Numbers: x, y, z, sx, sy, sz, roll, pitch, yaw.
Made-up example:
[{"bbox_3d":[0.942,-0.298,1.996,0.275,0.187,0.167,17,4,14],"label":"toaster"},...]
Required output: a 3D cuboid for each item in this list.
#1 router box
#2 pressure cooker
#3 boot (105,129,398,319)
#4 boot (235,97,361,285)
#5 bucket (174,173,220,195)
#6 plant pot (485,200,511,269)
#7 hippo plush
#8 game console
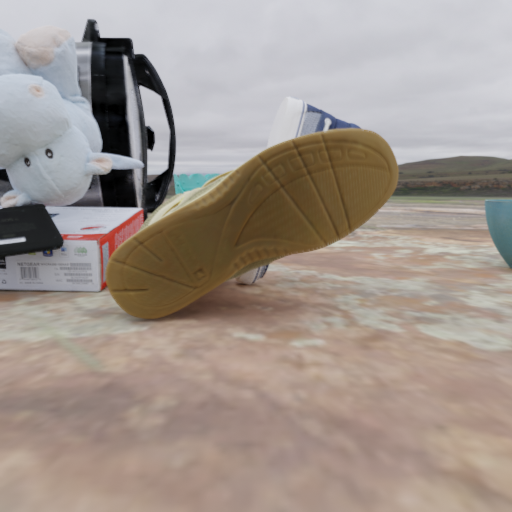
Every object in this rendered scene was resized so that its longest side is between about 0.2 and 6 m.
[{"bbox_3d":[-2.943,-0.175,7.250,2.528,0.618,2.269,1,14,0],"label":"router box"},{"bbox_3d":[-3.323,-2.102,9.868,3.774,3.371,3.319,-4,-37,-10],"label":"pressure cooker"},{"bbox_3d":[-0.113,-0.445,5.873,2.818,1.026,2.190,-29,11,-1],"label":"boot"},{"bbox_3d":[0.523,-0.675,6.781,1.050,2.324,0.845,17,0,-13],"label":"boot"},{"bbox_3d":[-1.266,-1.652,16.223,2.270,1.477,2.270,-1,8,0],"label":"bucket"},{"bbox_3d":[3.909,-0.282,7.757,1.439,0.969,1.439,1,7,0],"label":"plant pot"},{"bbox_3d":[-2.812,-1.336,6.804,2.055,2.579,2.074,-21,38,2],"label":"hippo plush"},{"bbox_3d":[-2.764,-0.181,5.946,1.079,0.628,0.949,-12,54,-42],"label":"game console"}]
